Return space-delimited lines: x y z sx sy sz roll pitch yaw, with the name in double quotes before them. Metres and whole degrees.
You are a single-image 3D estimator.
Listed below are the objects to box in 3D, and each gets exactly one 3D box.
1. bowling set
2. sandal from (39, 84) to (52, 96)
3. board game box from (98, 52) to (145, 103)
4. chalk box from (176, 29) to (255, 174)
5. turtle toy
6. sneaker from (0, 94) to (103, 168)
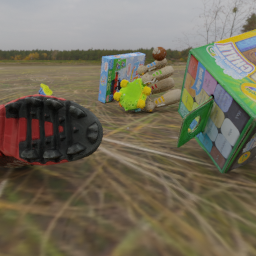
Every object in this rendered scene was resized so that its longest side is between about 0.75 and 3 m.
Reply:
"bowling set" 0.823 -1.865 9.753 1.347 1.747 2.510 -21 28 3
"sandal" -3.083 -1.298 10.400 0.382 0.418 0.961 22 13 -32
"board game box" -0.220 -2.124 11.542 0.425 1.758 2.325 25 31 30
"chalk box" 1.783 -0.419 4.428 2.422 1.507 1.499 -19 56 -14
"turtle toy" 0.214 -1.124 9.349 1.067 0.740 1.465 20 62 11
"sneaker" -1.556 0.118 4.347 2.754 0.973 1.345 -3 -11 19
